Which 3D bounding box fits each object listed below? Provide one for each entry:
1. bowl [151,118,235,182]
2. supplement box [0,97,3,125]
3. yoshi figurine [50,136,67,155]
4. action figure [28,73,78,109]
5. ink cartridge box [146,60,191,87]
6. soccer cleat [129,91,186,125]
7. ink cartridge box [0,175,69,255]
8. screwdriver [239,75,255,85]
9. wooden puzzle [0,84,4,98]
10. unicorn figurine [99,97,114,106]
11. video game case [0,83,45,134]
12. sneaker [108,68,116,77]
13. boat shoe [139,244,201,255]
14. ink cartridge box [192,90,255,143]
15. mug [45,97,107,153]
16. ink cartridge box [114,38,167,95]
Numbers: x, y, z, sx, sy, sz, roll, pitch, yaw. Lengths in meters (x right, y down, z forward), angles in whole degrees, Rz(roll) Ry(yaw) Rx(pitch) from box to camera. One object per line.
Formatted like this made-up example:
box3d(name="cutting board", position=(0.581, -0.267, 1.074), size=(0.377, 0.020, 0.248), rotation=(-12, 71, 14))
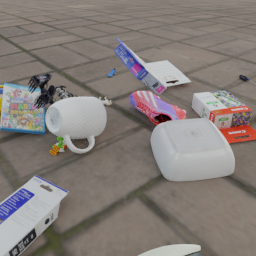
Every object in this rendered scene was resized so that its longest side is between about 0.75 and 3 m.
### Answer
box3d(name="bowl", position=(2.098, 0.507, 9.224), size=(2.463, 0.921, 2.467), rotation=(-4, 36, -8))
box3d(name="supplement box", position=(-4.621, -0.805, 11.408), size=(0.890, 0.884, 1.625), rotation=(20, 38, 28))
box3d(name="yoshi figurine", position=(-2.413, 0.519, 9.750), size=(0.500, 0.498, 0.890), rotation=(3, 29, 17))
box3d(name="action figure", position=(-2.751, -0.933, 10.786), size=(1.520, 2.978, 1.770), rotation=(-37, 71, 2))
box3d(name="ink cartridge box", position=(1.832, -2.706, 14.863), size=(2.008, 0.621, 2.476), rotation=(-14, 46, -21))
box3d(name="soccer cleat", position=(1.000, -0.740, 11.313), size=(2.845, 0.949, 1.088), rotation=(29, 42, 32))
box3d(name="ink cartridge box", position=(-2.769, 2.320, 6.891), size=(1.323, 0.522, 2.661), rotation=(19, 38, 27))
box3d(name="screwdriver", position=(6.387, -2.426, 14.525), size=(0.243, 0.233, 1.672), rotation=(-38, 37, -3))
box3d(name="wooden puzzle", position=(-5.890, -1.757, 13.163), size=(1.579, 0.395, 1.705), rotation=(8, 24, 11))
box3d(name="unicorn figurine", position=(-1.049, -1.184, 12.602), size=(0.856, 0.316, 0.588), rotation=(-15, 43, 3))
box3d(name="video game case", position=(-4.003, -0.762, 10.773), size=(1.552, 0.193, 2.169), rotation=(7, 52, -27))
box3d(name="sneaker", position=(-0.898, -3.065, 15.486), size=(0.267, 0.318, 0.810), rotation=(15, 37, 18))
box3d(name="boat shoe", position=(0.451, 3.053, 5.741), size=(2.565, 0.934, 0.792), rotation=(-8, 77, -25))
box3d(name="ink cartridge box", position=(3.900, -0.550, 11.131), size=(1.594, 0.737, 2.926), rotation=(-8, 32, -11))
box3d(name="mug", position=(-1.780, -0.099, 9.641), size=(1.474, 1.996, 1.750), rotation=(-25, -11, 38))
box3d(name="ink cartridge box", position=(0.361, -1.881, 8.811), size=(1.299, 0.457, 2.177), rotation=(54, 13, 25))
